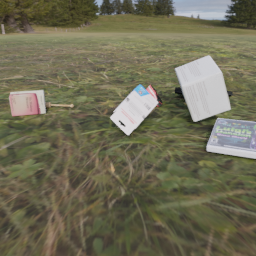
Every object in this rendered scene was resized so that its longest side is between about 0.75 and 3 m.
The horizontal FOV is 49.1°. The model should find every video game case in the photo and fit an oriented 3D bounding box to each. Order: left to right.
[{"bbox_3d":[3.153,0.254,7.439,1.801,0.210,1.637,7,31,24],"label":"video game case"}]

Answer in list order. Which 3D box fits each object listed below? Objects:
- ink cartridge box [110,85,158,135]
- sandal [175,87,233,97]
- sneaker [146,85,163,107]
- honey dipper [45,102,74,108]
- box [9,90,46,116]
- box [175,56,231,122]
[{"bbox_3d":[0.137,-0.519,8.353,1.376,0.797,0.459,-47,10,-12],"label":"ink cartridge box"},{"bbox_3d":[2.862,-1.577,10.970,0.992,0.631,2.638,10,3,-37],"label":"sandal"},{"bbox_3d":[0.964,-1.158,11.036,0.443,0.521,1.202,35,24,-41],"label":"sneaker"},{"bbox_3d":[-2.624,-0.847,10.585,1.146,0.218,0.218,4,23,2],"label":"honey dipper"},{"bbox_3d":[-3.553,-0.891,9.970,1.150,0.735,0.626,-6,23,-15],"label":"box"},{"bbox_3d":[2.355,-1.270,8.931,1.222,1.426,1.419,-20,32,12],"label":"box"}]
